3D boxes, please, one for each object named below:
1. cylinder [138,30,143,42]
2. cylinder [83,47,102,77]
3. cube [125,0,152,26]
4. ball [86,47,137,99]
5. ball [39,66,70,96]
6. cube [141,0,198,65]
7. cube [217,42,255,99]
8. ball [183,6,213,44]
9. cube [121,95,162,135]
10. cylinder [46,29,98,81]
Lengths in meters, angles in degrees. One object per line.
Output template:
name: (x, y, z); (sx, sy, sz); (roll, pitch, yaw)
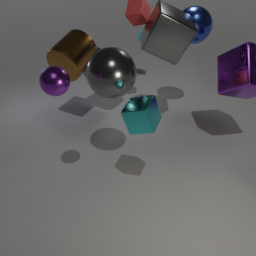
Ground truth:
cylinder: (0.995, -4.838, 14.538); (0.700, 0.700, 0.700); (-23, 5, -32)
cylinder: (-0.960, -2.569, 11.764); (1.400, 1.400, 1.400); (22, 38, 27)
cube: (0.400, -4.443, 10.733); (0.700, 0.700, 0.700); (4, 75, 31)
ball: (-0.461, -1.515, 7.752); (1.400, 1.400, 1.400); (0, 33, 0)
ball: (-1.699, -1.085, 6.511); (0.700, 0.700, 0.700); (0, 33, 0)
cube: (1.383, -3.338, 9.789); (1.400, 1.400, 1.400); (21, 39, -15)
cube: (4.010, -1.858, 9.403); (1.400, 1.400, 1.400); (5, -8, -23)
ball: (2.552, -3.984, 10.862); (1.400, 1.400, 1.400); (0, 33, 0)
cube: (0.347, -0.325, 6.990); (0.700, 0.700, 0.700); (-4, 34, 29)
cylinder: (-2.065, -2.708, 10.463); (1.400, 1.400, 1.400); (16, 54, 24)
